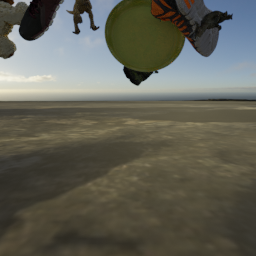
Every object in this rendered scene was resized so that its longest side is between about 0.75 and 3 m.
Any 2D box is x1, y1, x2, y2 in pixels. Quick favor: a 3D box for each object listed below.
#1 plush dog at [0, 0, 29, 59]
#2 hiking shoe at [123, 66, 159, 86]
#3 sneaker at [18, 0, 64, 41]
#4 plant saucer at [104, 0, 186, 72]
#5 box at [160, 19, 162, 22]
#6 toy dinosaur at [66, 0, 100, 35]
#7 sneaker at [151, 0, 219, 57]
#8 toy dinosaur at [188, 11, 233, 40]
[{"bbox_3d":[-4.288,-3.524,9.238,1.596,1.989,1.708,19,20,-33],"label":"plush dog"},{"bbox_3d":[0.211,-3.199,11.291,1.421,2.822,1.069,-32,27,-14],"label":"hiking shoe"},{"bbox_3d":[-1.980,-2.959,6.009,0.795,2.100,1.213,44,11,21],"label":"sneaker"},{"bbox_3d":[0.602,-3.340,10.048,2.878,2.878,0.447,0,-7,-3],"label":"plant saucer"},{"bbox_3d":[1.559,-4.009,8.824,0.706,0.648,2.014,-27,12,-11],"label":"box"},{"bbox_3d":[-1.323,-3.470,8.086,0.781,1.356,2.682,-9,1,-13],"label":"toy dinosaur"},{"bbox_3d":[1.552,-3.011,7.709,1.384,0.958,2.470,31,-10,45],"label":"sneaker"},{"bbox_3d":[1.970,-2.517,6.463,1.254,0.483,0.641,-43,40,-23],"label":"toy dinosaur"}]
